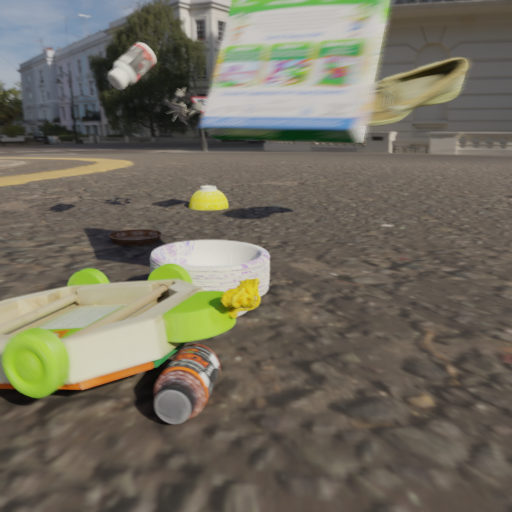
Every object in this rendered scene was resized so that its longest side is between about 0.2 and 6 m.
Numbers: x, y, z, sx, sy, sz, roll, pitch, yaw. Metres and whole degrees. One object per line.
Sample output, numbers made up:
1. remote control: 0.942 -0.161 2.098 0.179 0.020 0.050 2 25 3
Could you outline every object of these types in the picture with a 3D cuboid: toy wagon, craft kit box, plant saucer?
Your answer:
1. toy wagon: -1.621 0.703 5.852 3.485 0.690 2.704 -4 11 19
2. craft kit box: 0.446 -2.282 6.568 1.917 1.893 0.465 8 -8 25
3. plant saucer: -2.688 -0.396 12.492 1.163 0.200 1.163 -1 13 0

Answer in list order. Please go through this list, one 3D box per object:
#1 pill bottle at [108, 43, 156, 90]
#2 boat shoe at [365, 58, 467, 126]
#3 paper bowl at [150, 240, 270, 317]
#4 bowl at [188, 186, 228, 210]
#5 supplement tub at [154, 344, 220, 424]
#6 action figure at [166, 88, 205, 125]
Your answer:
1. pill bottle: -2.523 -3.800 11.302 0.537 0.537 0.971 14 58 45
2. boat shoe: 3.040 -3.338 11.240 2.492 0.909 0.784 -17 -25 -9
3. paper bowl: -0.642 0.350 7.902 1.669 0.868 1.669 0 13 0
4. bowl: -1.497 -1.834 17.497 1.241 0.668 1.241 0 14 0
5. supplement tub: -0.649 1.195 5.212 0.488 0.488 0.913 2 13 7
6. action figure: -1.738 -3.729 13.765 0.653 0.761 1.280 -39 13 32
